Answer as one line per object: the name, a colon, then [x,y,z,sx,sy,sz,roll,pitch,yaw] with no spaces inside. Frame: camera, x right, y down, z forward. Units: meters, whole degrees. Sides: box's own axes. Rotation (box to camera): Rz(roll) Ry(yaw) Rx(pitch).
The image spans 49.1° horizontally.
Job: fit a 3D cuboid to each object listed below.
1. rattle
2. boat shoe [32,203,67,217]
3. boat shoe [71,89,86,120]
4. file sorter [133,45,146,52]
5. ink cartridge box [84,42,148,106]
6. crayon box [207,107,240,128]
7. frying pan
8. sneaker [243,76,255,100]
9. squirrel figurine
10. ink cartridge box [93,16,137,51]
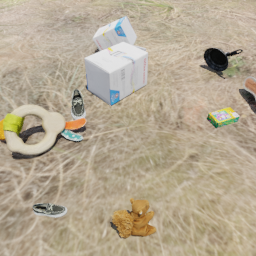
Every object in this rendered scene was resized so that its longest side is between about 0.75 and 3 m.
rattle: [-3.350,0.129,10.874,2.921,2.086,1.901,-14,75,-36]
boat shoe: [-2.371,2.461,8.464,1.029,0.328,0.364,0,43,0]
boat shoe: [-2.181,-1.013,11.991,0.609,0.549,1.723,-9,44,-9]
file sorter: [0.404,-3.957,15.052,0.962,0.667,0.599,21,50,21]
ink cartridge box: [-0.481,-2.541,12.739,2.362,1.739,1.709,-33,52,-31]
crayon box: [3.925,-0.435,11.545,1.102,0.321,0.654,-16,46,-16]
frying pan: [4.485,-3.585,13.515,1.396,2.308,0.376,43,69,6]
sneaker: [5.907,-1.432,12.023,0.915,0.817,2.290,15,36,-22]
squirrel figurine: [0.169,2.508,7.834,1.200,1.120,0.849,-18,46,-18]
ink cartridge box: [-0.696,-4.834,15.002,1.800,1.325,1.302,-14,37,28]
